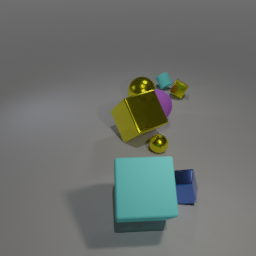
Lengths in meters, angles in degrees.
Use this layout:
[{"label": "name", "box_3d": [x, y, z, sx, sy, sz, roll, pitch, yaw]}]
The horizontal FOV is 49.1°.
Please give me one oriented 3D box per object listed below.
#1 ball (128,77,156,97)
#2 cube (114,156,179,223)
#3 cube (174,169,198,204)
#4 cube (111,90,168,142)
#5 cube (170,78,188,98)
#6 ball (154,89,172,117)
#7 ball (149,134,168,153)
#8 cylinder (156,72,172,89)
[{"label": "ball", "box_3d": [0.678, -1.793, 13.642, 1.400, 1.400, 1.400, 0, 30, 0]}, {"label": "cube", "box_3d": [0.372, 1.578, 7.029, 1.400, 1.400, 1.400, -2, 69, -3]}, {"label": "cube", "box_3d": [1.599, 1.698, 8.155, 0.700, 0.700, 0.700, -8, 27, 22]}, {"label": "cube", "box_3d": [0.409, -0.441, 10.741, 1.400, 1.400, 1.400, -20, -6, -29]}, {"label": "cube", "box_3d": [2.641, -2.053, 14.451, 0.700, 0.700, 0.700, 30, 23, 1]}, {"label": "ball", "box_3d": [1.224, -0.978, 12.221, 1.400, 1.400, 1.400, 0, 30, 0]}, {"label": "ball", "box_3d": [1.132, 0.572, 10.282, 0.700, 0.700, 0.700, 0, 30, 0]}, {"label": "cylinder", "box_3d": [1.989, -2.613, 15.485, 0.700, 0.700, 0.700, -24, -3, -1]}]
